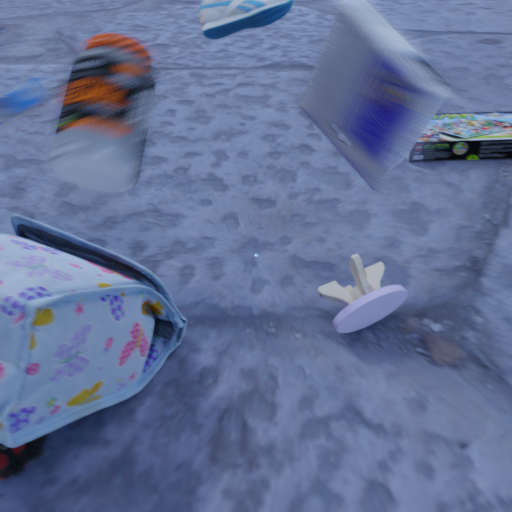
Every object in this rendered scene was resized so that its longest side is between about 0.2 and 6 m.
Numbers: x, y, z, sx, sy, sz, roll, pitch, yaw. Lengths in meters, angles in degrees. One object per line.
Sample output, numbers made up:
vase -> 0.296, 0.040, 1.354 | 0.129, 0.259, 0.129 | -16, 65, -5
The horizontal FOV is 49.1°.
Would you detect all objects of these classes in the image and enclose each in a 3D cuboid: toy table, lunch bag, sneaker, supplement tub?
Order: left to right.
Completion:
sneaker -> -3.246, 2.170, 5.675 | 1.013, 0.733, 2.074 | 24, 39, 30
lunch bag -> -2.540, 0.622, 6.644 | 2.488, 1.865, 2.934 | 19, 7, 23
supplement tub -> -2.124, -2.028, 7.980 | 1.224, 1.224, 1.999 | 4, 74, 6
sneaker -> -0.172, -3.890, 8.738 | 1.481, 0.598, 0.566 | -12, -4, 5
toy table -> 1.455, 0.531, 7.817 | 1.140, 1.048, 0.668 | -14, 53, -24

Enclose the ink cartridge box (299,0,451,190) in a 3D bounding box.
ink cartridge box -> 1.011, -1.451, 5.130 | 0.271, 1.248, 1.236 | -26, 69, -29

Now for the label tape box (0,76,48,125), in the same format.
label tape box -> -3.784, -2.301, 8.594 | 1.009, 0.319, 0.728 | -13, 31, 37

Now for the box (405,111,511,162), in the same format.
box -> 4.650, -2.714, 12.660 | 2.878, 0.500, 1.584 | -3, 36, -3
